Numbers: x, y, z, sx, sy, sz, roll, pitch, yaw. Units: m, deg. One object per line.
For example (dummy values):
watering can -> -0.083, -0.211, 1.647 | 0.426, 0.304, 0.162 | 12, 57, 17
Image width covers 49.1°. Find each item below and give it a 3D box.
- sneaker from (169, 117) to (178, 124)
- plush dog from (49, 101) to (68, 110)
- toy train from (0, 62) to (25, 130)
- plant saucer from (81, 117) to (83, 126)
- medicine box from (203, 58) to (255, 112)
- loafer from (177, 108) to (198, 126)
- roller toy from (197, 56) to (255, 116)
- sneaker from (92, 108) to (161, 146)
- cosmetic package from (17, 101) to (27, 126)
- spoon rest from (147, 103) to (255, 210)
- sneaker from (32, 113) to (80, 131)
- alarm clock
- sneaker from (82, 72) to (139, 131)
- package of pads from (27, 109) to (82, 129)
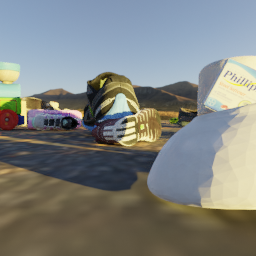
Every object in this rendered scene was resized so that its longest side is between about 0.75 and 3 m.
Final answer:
sneaker -> 2.831, -0.438, 15.445 | 1.093, 0.405, 0.457 | 1, 6, 35
plush dog -> -3.891, -0.640, 15.910 | 1.511, 1.212, 1.297 | 29, -6, 13
toy train -> -3.974, -0.781, 6.602 | 2.879, 1.666, 1.218 | 0, 1, -21
plant saucer -> -1.463, -0.265, 10.904 | 1.504, 0.364, 1.503 | 0, 3, -10
medicine box -> 2.263, -0.765, 5.881 | 0.978, 1.074, 0.553 | 27, 16, 7
loafer -> 2.710, -0.377, 9.631 | 2.103, 0.662, 0.756 | 1, 2, 28
roller toy -> 2.876, -0.773, 7.281 | 2.100, 1.609, 2.303 | 3, -6, -6
sneaker -> -0.040, -0.019, 3.264 | 0.601, 0.394, 1.041 | -2, 1, 30
cosmetic package -> -4.928, -0.536, 9.613 | 1.450, 0.980, 2.757 | 1, 2, 15
spoon rest -> 0.895, 0.068, 0.997 | 1.679, 0.509, 0.834 | -13, -1, 9
sneaker -> -1.554, -0.136, 6.301 | 0.727, 0.404, 1.040 | 1, 2, 41
alarm clock -> -3.942, -0.574, 11.777 | 1.496, 0.738, 2.218 | 13, -20, -15
sneaker -> -0.285, -0.391, 4.702 | 0.869, 1.015, 2.450 | 1, 2, -12
package of pads -> -1.928, -0.220, 7.322 | 1.342, 0.508, 0.809 | -1, -1, -19
